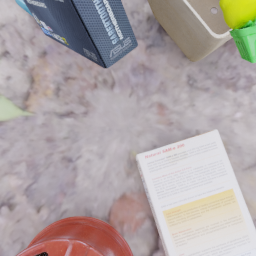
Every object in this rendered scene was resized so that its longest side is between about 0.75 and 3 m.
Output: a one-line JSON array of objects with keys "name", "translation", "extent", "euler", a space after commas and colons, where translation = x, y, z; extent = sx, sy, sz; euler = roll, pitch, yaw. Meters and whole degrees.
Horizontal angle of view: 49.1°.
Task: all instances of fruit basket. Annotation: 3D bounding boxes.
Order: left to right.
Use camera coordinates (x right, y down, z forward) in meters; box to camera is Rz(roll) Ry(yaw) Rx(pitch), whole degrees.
[{"name": "fruit basket", "translation": [1.536, -1.306, 3.393], "extent": [0.726, 1.006, 1.006], "euler": [-11, 78, 16]}]

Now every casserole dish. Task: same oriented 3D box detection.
[{"name": "casserole dish", "translation": [-2.497, -3.547, 7.680], "extent": [1.451, 0.282, 0.879], "euler": [39, 81, 8]}]

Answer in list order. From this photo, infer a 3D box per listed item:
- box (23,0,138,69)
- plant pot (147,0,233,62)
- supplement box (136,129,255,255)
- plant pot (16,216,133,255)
[{"name": "box", "translation": [-1.276, -2.470, 4.680], "extent": [0.758, 2.345, 2.973], "euler": [-39, 43, -13]}, {"name": "plant pot", "translation": [1.929, -3.131, 6.526], "extent": [2.686, 2.381, 2.689], "euler": [-35, 80, -6]}, {"name": "supplement box", "translation": [1.483, 1.748, 6.201], "extent": [1.878, 1.096, 2.980], "euler": [-16, 79, -3]}, {"name": "plant pot", "translation": [-1.055, 2.957, 5.022], "extent": [2.705, 2.631, 2.705], "euler": [1, 71, -3]}]
